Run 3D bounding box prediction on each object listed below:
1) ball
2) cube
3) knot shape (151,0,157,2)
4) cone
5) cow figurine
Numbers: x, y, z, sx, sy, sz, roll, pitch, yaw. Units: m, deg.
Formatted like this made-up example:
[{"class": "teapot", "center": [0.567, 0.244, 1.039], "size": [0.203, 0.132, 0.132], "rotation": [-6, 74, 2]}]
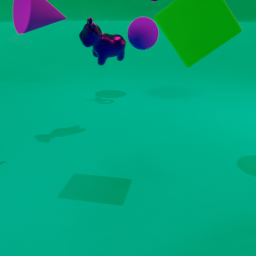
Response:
[{"class": "ball", "center": [0.584, -3.683, 10.943], "size": [1.227, 1.227, 1.227], "rotation": [0, 23, 0]}, {"class": "cube", "center": [1.053, -1.610, 4.336], "size": [0.899, 0.899, 0.899], "rotation": [-33, 10, 20]}, {"class": "knot shape", "center": [1.046, -4.730, 9.440], "size": [0.485, 1.050, 0.982], "rotation": [-36, -4, -40]}, {"class": "cone", "center": [-1.496, -2.061, 5.048], "size": [0.861, 0.858, 0.858], "rotation": [-4, 20, -40]}, {"class": "cow figurine", "center": [-0.592, -2.195, 7.045], "size": [1.262, 1.241, 0.692], "rotation": [-17, 59, -21]}]
